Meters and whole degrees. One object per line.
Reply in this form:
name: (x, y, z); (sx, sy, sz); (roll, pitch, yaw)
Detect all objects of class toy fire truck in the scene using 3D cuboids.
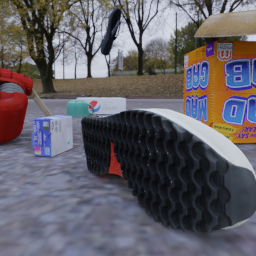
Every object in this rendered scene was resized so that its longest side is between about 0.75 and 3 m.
toy fire truck: (-2.768, -0.513, 6.731); (2.778, 1.787, 2.445); (6, 34, -27)

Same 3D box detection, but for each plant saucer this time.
plant saucer: (2.540, -2.142, 5.621); (2.369, 0.419, 2.369); (-4, 19, 2)

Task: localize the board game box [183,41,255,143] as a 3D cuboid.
board game box: (2.736, -0.873, 6.989); (2.177, 2.177, 2.179); (-1, 7, -5)

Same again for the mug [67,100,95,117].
mug: (-2.327, -0.956, 13.373); (1.012, 0.761, 1.231); (5, 9, 35)

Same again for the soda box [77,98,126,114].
soda box: (-1.386, -1.148, 14.557); (2.489, 0.848, 0.792); (-1, 7, -14)

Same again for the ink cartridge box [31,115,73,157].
ink cartridge box: (-1.390, 0.132, 5.119); (0.374, 0.669, 0.981); (2, 7, 14)

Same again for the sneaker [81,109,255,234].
sneaker: (0.457, 0.202, 3.218); (1.317, 0.992, 2.818); (-10, 8, -27)

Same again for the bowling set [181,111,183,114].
bowling set: (3.539, -1.241, 13.292); (2.111, 1.469, 1.133); (0, 8, 30)

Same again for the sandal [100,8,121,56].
sandal: (-0.555, -3.671, 10.824); (0.389, 1.819, 0.692); (20, 8, 21)
